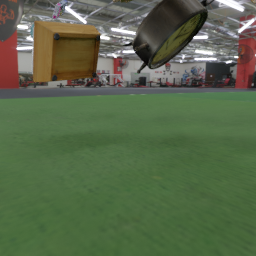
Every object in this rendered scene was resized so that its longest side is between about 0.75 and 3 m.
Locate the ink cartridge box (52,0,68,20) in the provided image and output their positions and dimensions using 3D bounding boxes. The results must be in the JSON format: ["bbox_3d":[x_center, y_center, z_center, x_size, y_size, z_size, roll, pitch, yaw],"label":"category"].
[{"bbox_3d":[-2.076,-3.672,8.645,0.161,0.458,0.768,27,39,-9],"label":"ink cartridge box"}]

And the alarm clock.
[{"bbox_3d":[1.227,-2.623,7.053,2.859,0.952,1.929,-37,-8,-3],"label":"alarm clock"}]

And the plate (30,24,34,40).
[{"bbox_3d":[-2.215,-2.322,7.454,0.981,0.981,0.125,6,46,30],"label":"plate"}]

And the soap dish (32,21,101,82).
[{"bbox_3d":[-1.539,-1.923,7.266,0.756,1.464,1.860,27,28,33],"label":"soap dish"}]

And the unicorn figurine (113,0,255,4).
[{"bbox_3d":[0.653,-2.827,5.046,1.964,1.056,2.859,-5,24,-14],"label":"unicorn figurine"}]
